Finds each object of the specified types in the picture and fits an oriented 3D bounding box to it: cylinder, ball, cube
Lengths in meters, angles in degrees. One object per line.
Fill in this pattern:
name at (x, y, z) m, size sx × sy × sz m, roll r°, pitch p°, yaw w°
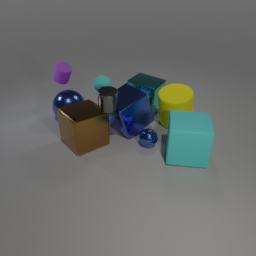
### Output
cylinder at (-2.860, -2.391, 12.241) m, size 0.700 × 0.700 × 0.700 m, roll 16°, pitch 44°, yaw -16°
ball at (-2.511, -0.937, 11.963) m, size 1.400 × 1.400 × 1.400 m, roll 0°, pitch 30°, yaw 0°
cube at (-1.645, -0.063, 10.426) m, size 1.400 × 1.400 × 1.400 m, roll -21°, pitch 36°, yaw -32°
cube at (-0.019, -0.692, 11.162) m, size 1.400 × 1.400 × 1.400 m, roll -36°, pitch 42°, yaw -18°
ball at (0.762, 0.364, 10.407) m, size 0.700 × 0.700 × 0.700 m, roll 0°, pitch 30°, yaw 0°
cube at (2.070, 0.355, 9.612) m, size 1.400 × 1.400 × 1.400 m, roll 5°, pitch 32°, yaw 6°
cube at (0.762, -1.538, 12.812) m, size 1.400 × 1.400 × 1.400 m, roll 20°, pitch 33°, yaw 19°
cylinder at (1.979, -0.885, 11.591) m, size 1.400 × 1.400 × 1.400 m, roll -5°, pitch 41°, yaw 5°
cylinder at (-0.701, -1.003, 9.856) m, size 0.700 × 0.700 × 0.700 m, roll 2°, pitch 40°, yaw -2°
ball at (-1.056, -1.790, 11.448) m, size 0.700 × 0.700 × 0.700 m, roll 0°, pitch 30°, yaw 0°
